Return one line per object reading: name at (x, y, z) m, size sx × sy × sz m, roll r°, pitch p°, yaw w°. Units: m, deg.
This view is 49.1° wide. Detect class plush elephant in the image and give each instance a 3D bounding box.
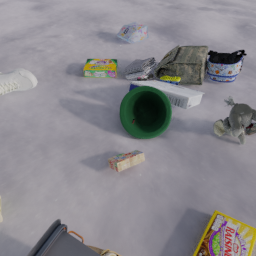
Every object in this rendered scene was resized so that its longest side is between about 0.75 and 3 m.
plush elephant at (3.910, -0.090, 9.949) m, size 1.482 × 1.394 × 1.800 m, roll -17°, pitch 46°, yaw -8°

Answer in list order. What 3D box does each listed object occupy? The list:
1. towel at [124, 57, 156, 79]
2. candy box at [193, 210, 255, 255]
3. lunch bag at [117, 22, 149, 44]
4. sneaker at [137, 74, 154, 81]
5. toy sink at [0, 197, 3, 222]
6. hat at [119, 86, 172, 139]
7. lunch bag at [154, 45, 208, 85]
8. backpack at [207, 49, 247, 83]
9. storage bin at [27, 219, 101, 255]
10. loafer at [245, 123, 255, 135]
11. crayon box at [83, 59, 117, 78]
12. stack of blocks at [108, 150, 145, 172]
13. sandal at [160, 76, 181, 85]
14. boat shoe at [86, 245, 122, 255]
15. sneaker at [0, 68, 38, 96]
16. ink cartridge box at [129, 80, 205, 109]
towel at (0.630, -3.086, 14.170) m, size 1.226 × 0.634 × 1.481 m, roll -7°, pitch 28°, yaw 38°
candy box at (2.172, 2.972, 6.487) m, size 1.141 × 0.295 × 2.231 m, roll 23°, pitch 42°, yaw 24°
lunch bag at (0.315, -6.361, 18.748) m, size 1.681 × 1.069 × 1.425 m, roll -30°, pitch 43°, yaw -19°
sneaker at (0.847, -2.512, 14.115) m, size 0.851 × 0.342 × 0.367 m, roll -13°, pitch 15°, yaw -15°
toy sink at (-3.693, 2.090, 7.293) m, size 0.671 × 0.780 × 1.197 m, roll -12°, pitch 37°, yaw -17°
hat at (0.706, -0.499, 11.339) m, size 1.959 × 2.082 × 2.365 m, roll -1°, pitch 76°, yaw 4°
lunch bag at (2.671, -3.226, 14.113) m, size 2.457 × 1.445 × 2.015 m, roll 7°, pitch 39°, yaw 22°
backpack at (4.676, -3.018, 13.741) m, size 1.902 × 1.466 × 1.812 m, roll 6°, pitch 24°, yaw 27°
storage bin at (-1.084, 2.877, 5.402) m, size 1.325 × 1.973 × 1.436 m, roll 24°, pitch 41°, yaw 13°
loafer at (5.000, -0.012, 10.622) m, size 1.304 × 0.410 × 0.469 m, roll -8°, pitch 6°, yaw -17°
crayon box at (-1.422, -3.179, 14.809) m, size 1.652 × 0.482 × 1.425 m, roll 1°, pitch 36°, yaw 1°
stack of blocks at (-0.048, 1.021, 8.969) m, size 1.027 × 0.301 × 0.591 m, roll -18°, pitch 18°, yaw -28°
sandal at (2.036, -2.265, 13.606) m, size 1.039 × 0.452 × 0.413 m, roll 14°, pitch 45°, yaw 27°
boat shoe at (-0.399, 2.992, 6.146) m, size 1.890 × 0.654 × 0.697 m, roll 16°, pitch 39°, yaw 21°
sneaker at (-5.544, -1.899, 12.731) m, size 2.864 × 1.116 × 1.423 m, roll -2°, pitch 42°, yaw 13°
ink cartridge box at (1.769, -1.523, 12.211) m, size 2.603 × 0.574 × 2.652 m, roll 19°, pitch 17°, yaw 25°
